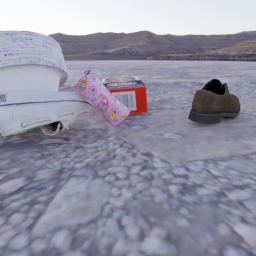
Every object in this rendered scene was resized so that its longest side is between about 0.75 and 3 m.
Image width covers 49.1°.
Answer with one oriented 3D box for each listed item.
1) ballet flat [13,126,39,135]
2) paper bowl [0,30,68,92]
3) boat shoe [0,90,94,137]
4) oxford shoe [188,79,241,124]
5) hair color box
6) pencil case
[{"bbox_3d":[-2.769,-0.100,6.631,1.333,0.469,0.449,19,-10,-3],"label":"ballet flat"},{"bbox_3d":[-3.100,-1.245,7.563,2.955,1.537,2.955,-16,-7,-2],"label":"paper bowl"},{"bbox_3d":[-1.717,-0.314,6.409,1.048,0.957,2.912,-9,0,23],"label":"boat shoe"},{"bbox_3d":[2.689,-0.850,8.094,0.963,1.119,2.651,15,18,33],"label":"oxford shoe"},{"bbox_3d":[-0.206,-1.175,9.609,1.433,0.865,2.824,-5,16,-3],"label":"hair color box"},{"bbox_3d":[-0.609,-0.707,6.690,0.634,1.449,0.634,-42,11,10],"label":"pencil case"}]
